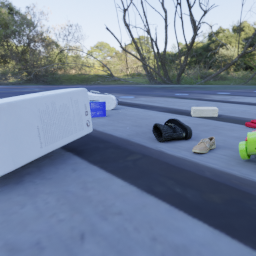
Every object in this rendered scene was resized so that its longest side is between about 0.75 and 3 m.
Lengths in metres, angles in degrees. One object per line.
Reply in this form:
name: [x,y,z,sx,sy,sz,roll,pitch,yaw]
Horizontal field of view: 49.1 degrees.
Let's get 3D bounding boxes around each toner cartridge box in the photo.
toner cartridge box: [-1.410,-0.673,10.202,1.207,0.573,0.261,-4,10,-23]

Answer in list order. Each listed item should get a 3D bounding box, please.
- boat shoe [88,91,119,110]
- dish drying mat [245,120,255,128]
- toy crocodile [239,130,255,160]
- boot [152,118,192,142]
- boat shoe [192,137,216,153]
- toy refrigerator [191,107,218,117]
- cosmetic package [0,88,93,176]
boat shoe: [-1.630,-1.307,12.811,2.480,0.889,0.840,5,12,12]
dish drying mat: [4.362,0.008,7.553,0.843,0.200,2.196,-5,11,-31]
toy crocodile: [2.410,0.228,5.085,0.556,0.508,1.646,-11,1,37]
boot: [0.935,0.031,6.819,0.837,0.421,1.119,-4,12,-20]
boat shoe: [1.535,0.333,5.666,0.279,0.253,0.783,8,13,38]
toy refrigerator: [2.868,-0.598,10.518,0.931,0.326,0.353,-1,17,1]
cosmetic package: [-1.837,-0.060,4.760,1.374,1.001,2.703,-4,10,20]
